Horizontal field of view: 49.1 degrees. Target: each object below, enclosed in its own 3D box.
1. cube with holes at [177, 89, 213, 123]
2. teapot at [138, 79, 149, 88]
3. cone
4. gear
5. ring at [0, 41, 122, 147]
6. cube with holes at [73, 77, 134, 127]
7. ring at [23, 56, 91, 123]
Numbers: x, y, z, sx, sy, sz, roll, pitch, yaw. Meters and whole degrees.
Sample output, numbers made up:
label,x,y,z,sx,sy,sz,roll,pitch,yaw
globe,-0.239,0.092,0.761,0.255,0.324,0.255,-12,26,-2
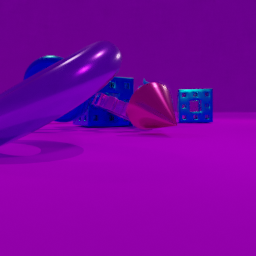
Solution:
label,x,y,z,sx,sy,sz,roll,pitch,yaw
cube with holes,2.452,-0.807,10.406,1.179,1.179,1.179,-1,3,8
teapot,0.518,-0.752,7.926,0.917,1.873,1.164,11,-38,8
cone,0.602,-0.221,4.883,0.932,0.932,0.936,-2,23,-25
gear,-0.082,-0.379,6.392,1.480,0.274,1.480,23,-1,0
ring,-1.019,-0.437,3.380,2.080,0.416,2.080,-25,20,10
cube with holes,-0.718,-0.713,7.780,1.287,1.287,1.287,-1,3,-28
ring,-1.591,-0.830,6.263,1.579,1.579,0.316,1,30,13
